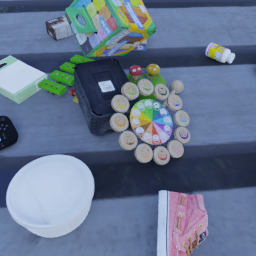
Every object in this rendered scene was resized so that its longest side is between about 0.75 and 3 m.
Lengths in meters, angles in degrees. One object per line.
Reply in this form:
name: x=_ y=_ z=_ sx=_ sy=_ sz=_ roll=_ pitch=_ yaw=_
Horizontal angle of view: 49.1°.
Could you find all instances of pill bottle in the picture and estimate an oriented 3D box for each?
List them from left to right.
pill bottle: x=3.753 y=-3.016 z=11.391 sx=1.082 sy=0.564 sz=0.564 roll=33 pitch=55 yaw=28

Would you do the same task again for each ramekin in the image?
ramekin: x=-1.774 y=1.660 z=6.707 sx=1.970 sy=0.918 sz=1.970 roll=1 pitch=45 yaw=-1

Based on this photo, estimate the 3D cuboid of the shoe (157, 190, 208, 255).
shoe: x=1.188 y=2.420 z=6.034 sx=1.095 sy=0.860 sz=2.406 roll=1 pitch=42 yaw=7

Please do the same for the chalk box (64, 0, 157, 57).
chalk box: x=-0.642 y=-3.127 z=8.159 sx=2.517 sy=1.560 sz=1.571 roll=-22 pitch=85 yaw=-53

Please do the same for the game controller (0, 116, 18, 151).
game controller: x=-4.429 y=0.436 z=8.188 sx=2.274 sy=0.479 sz=1.186 roll=-27 pitch=52 yaw=-22

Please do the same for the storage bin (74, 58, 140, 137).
storage bin: x=-0.723 y=-1.020 z=8.874 sx=1.533 sy=1.063 sz=2.267 roll=-14 pitch=57 yaw=-19

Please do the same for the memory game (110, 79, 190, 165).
memory game: x=0.710 y=-0.224 z=8.067 sx=2.658 sy=0.169 sz=2.658 roll=9 pitch=68 yaw=-23

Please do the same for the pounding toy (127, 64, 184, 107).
pounding toy: x=0.770 y=-1.714 z=9.865 sx=2.128 sy=0.988 sz=1.643 roll=29 pitch=53 yaw=25

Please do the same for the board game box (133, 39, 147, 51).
board game box: x=-0.200 y=-4.018 z=12.472 sx=2.113 sy=0.366 sz=1.431 roll=5 pitch=47 yaw=4

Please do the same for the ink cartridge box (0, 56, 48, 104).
ink cartridge box: x=-4.176 y=-1.823 z=10.309 sx=2.036 sy=0.488 sz=1.481 roll=27 pitch=52 yaw=23

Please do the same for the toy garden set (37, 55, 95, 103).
toy garden set: x=-1.820 y=-1.763 z=10.323 sx=1.888 sy=0.452 sz=2.265 roll=22 pitch=50 yaw=22

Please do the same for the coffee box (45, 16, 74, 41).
coffee box: x=-2.896 y=-4.696 z=12.935 sx=1.554 sy=0.620 sz=0.878 roll=-28 pitch=53 yaw=-24
